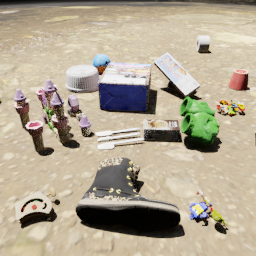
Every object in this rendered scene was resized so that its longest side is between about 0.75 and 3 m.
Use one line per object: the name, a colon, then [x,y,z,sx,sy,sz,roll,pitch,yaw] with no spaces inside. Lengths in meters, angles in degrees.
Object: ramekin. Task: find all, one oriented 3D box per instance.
ramekin: [-2.342,-2.599,14.494,1.817,0.954,1.817,0,31,0]

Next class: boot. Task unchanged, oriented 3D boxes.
boot: [0.089,1.672,7.440,2.568,0.940,1.933,-1,31,10]
boot: [2.796,-2.228,14.266,1.340,0.644,1.833,18,37,12]

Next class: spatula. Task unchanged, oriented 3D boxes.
spatula: [-0.310,0.359,10.356,1.707,0.137,1.187,-7,26,-8]

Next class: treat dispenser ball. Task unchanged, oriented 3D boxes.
treat dispenser ball: [-1.534,-3.771,16.378,1.063,1.063,1.063,0,31,0]

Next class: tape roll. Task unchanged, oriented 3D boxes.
tape roll: [5.380,-6.052,20.122,0.755,1.099,1.099,1,31,0]

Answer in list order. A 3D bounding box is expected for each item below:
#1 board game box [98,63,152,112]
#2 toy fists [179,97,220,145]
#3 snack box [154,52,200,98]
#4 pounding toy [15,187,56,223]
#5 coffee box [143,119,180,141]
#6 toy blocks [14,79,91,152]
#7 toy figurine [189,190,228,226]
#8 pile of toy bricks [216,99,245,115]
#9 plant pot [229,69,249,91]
board game box: [-0.052,-1.974,13.087,2.152,1.307,2.699,4,31,7]
toy fists: [2.722,-0.313,10.501,1.301,0.878,2.553,28,29,-9]
snack box: [2.339,-2.602,13.567,0.878,0.297,2.443,-35,69,-7]
pounding toy: [-2.328,2.093,7.312,1.148,0.658,0.656,-27,67,-23]
coffee box: [1.233,0.076,10.441,1.315,0.525,0.744,1,31,2]
toy blocks: [-2.724,-0.889,10.422,2.611,2.198,2.440,-18,35,-27]
toy figurine: [1.912,2.202,7.150,0.663,0.584,1.107,-35,34,-1]
pile of toy bricks: [4.392,-0.795,11.991,1.178,0.653,0.581,8,57,-18]
plant pot: [5.746,-2.511,14.431,0.991,0.876,0.991,-1,30,0]
